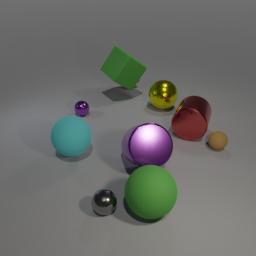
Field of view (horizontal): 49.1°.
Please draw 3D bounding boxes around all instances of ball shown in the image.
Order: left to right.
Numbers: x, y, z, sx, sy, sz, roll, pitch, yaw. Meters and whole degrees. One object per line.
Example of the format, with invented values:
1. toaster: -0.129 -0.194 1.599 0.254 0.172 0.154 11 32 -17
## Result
1. ball: -1.970 0.273 9.741 1.400 1.400 1.400 0 29 0
2. ball: -2.127 -0.913 12.910 0.700 0.700 0.700 0 29 0
3. ball: -0.652 2.021 7.683 0.700 0.700 0.700 0 29 0
4. ball: 0.608 1.692 7.459 1.400 1.400 1.400 0 29 0
5. ball: 1.679 -1.589 13.365 1.400 1.400 1.400 0 29 0
6. ball: 3.352 0.462 10.419 0.700 0.700 0.700 0 29 0

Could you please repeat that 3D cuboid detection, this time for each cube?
1. cube: -0.219 -2.968 13.958 1.400 1.400 1.400 20 20 -47

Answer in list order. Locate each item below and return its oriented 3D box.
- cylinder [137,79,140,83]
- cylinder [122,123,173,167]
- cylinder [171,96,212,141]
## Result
1. cylinder: 0.178 -2.775 15.832 0.700 0.700 0.700 -28 39 -29
2. cylinder: 0.577 0.571 9.034 1.400 1.400 1.400 -6 -2 -10
3. cylinder: 2.579 -0.416 11.305 1.400 1.400 1.400 11 31 18
